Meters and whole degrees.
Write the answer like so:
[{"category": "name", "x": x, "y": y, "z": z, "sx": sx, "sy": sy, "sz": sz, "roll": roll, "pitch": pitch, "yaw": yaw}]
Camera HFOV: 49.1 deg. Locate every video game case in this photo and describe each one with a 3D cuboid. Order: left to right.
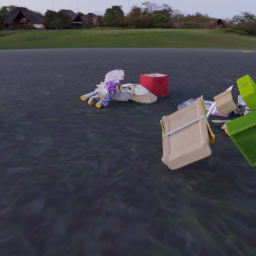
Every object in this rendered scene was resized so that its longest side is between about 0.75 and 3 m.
[{"category": "video game case", "x": 2.910, "y": -0.757, "z": 10.150, "sx": 1.833, "sy": 0.174, "sz": 1.309, "roll": 14, "pitch": 23, "yaw": 32}]

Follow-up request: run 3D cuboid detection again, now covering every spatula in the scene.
[{"category": "spatula", "x": 2.888, "y": -0.793, "z": 8.974, "sx": 0.115, "sy": 1.000, "sz": 1.438, "roll": 45, "pitch": 42, "yaw": 0}]

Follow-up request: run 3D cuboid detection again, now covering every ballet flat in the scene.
[{"category": "ballet flat", "x": 0.270, "y": -1.436, "z": 11.299, "sx": 1.950, "sy": 0.637, "sz": 0.688, "roll": 12, "pitch": 37, "yaw": 33}]

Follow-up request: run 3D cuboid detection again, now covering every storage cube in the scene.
[{"category": "storage cube", "x": 1.125, "y": -1.849, "z": 12.131, "sx": 0.873, "sy": 0.918, "sz": 1.021, "roll": -12, "pitch": 24, "yaw": -32}]

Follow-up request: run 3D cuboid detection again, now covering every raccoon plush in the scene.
[{"category": "raccoon plush", "x": 3.878, "y": -0.695, "z": 9.428, "sx": 0.537, "sy": 0.388, "sz": 0.802, "roll": 5, "pitch": 42, "yaw": 1}]

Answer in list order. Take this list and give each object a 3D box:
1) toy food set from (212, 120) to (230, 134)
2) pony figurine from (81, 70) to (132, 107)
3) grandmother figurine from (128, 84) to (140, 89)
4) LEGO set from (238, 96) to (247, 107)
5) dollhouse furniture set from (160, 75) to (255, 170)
[{"category": "toy food set", "x": 3.076, "y": 0.057, "z": 7.764, "sx": 0.970, "sy": 0.282, "sz": 1.405, "roll": 1, "pitch": 12, "yaw": -20}, {"category": "pony figurine", "x": -0.813, "y": -1.432, "z": 10.820, "sx": 1.564, "sy": 1.350, "sz": 1.621, "roll": -1, "pitch": 32, "yaw": 25}, {"category": "grandmother figurine", "x": 0.545, "y": -2.015, "z": 13.503, "sx": 1.185, "sy": 0.359, "sz": 0.718, "roll": -21, "pitch": 37, "yaw": -41}, {"category": "LEGO set", "x": 5.158, "y": -1.004, "z": 10.186, "sx": 2.060, "sy": 0.677, "sz": 2.758, "roll": 5, "pitch": 20, "yaw": 24}, {"category": "dollhouse furniture set", "x": 1.775, "y": 0.115, "z": 5.653, "sx": 2.084, "sy": 1.046, "sz": 1.365, "roll": -28, "pitch": 36, "yaw": 31}]
